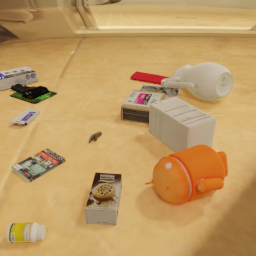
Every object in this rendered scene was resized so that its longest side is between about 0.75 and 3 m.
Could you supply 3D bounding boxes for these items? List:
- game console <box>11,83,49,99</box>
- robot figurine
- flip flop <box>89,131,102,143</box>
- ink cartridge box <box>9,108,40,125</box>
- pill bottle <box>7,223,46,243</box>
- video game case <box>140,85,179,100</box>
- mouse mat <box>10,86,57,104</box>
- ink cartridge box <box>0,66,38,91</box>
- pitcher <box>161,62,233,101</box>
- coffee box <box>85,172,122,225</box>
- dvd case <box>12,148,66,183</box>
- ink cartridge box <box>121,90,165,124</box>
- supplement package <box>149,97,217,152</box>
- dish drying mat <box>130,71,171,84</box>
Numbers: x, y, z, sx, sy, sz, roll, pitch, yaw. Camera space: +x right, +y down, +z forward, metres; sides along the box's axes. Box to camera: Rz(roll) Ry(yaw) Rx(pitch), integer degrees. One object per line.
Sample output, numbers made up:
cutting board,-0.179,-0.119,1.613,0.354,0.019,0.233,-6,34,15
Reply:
game console,-5.193,-1.993,14.544,2.067,0.249,1.219,19,33,29
robot figurine,1.720,1.279,7.858,2.386,1.391,1.716,-16,53,-24
flip flop,-1.209,0.360,10.578,0.218,0.306,0.756,33,36,22
ink cartridge box,-4.373,-0.434,11.936,0.642,0.251,1.355,7,29,11
pill bottle,-2.416,2.499,6.691,0.811,0.456,0.456,0,30,-1
video game case,1.487,-1.673,14.083,2.004,0.230,1.826,7,31,13
mouse mat,-4.831,-1.720,14.327,1.954,0.074,1.573,18,35,27
ink cartridge box,-6.634,-2.663,15.347,2.921,0.646,1.373,-24,37,-34
pitcher,3.318,-2.257,13.735,2.533,1.790,2.953,-22,27,-25
coffee box,-0.624,1.885,7.629,0.801,0.566,1.418,2,30,4
dvd case,-2.932,1.188,9.242,1.028,0.155,1.409,22,36,33
ink cartridge box,0.690,-0.969,12.375,1.583,0.722,1.922,9,32,13
supplement package,1.908,-0.080,10.266,1.299,1.294,2.214,-17,34,-26
dish drying mat,1.467,-2.809,16.036,2.574,0.234,0.989,15,34,22
